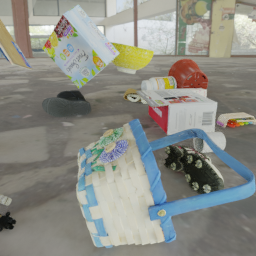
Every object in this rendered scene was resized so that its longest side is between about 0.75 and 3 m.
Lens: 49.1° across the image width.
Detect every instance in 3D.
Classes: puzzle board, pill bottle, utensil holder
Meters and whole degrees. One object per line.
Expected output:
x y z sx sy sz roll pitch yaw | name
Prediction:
-3.080 -2.257 6.782 0.161 1.855 1.398 -31 6 1 | puzzle board
1.802 -2.461 16.532 1.906 1.075 1.075 -8 20 -21 | pill bottle
2.480 0.432 8.523 0.756 0.643 0.643 -2 18 -15 | utensil holder

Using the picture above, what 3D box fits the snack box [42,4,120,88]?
-1.791 -2.809 10.198 0.851 2.121 2.515 -50 16 -29 | snack box

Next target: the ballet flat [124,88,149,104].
0.734 -1.582 14.751 2.311 0.793 0.728 13 50 41 | ballet flat

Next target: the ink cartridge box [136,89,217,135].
1.724 -0.735 11.122 2.454 1.172 2.795 -3 19 -9 | ink cartridge box

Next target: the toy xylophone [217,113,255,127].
4.353 -0.292 11.056 1.543 0.388 1.130 -2 19 -7 | toy xylophone

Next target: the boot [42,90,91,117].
-3.035 -1.304 13.245 2.146 0.855 2.604 5 20 -23 | boot

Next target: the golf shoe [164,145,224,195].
1.741 0.905 6.836 0.949 0.832 2.155 -1 18 -21 | golf shoe

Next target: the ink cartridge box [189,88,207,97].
3.789 -1.814 15.283 0.964 0.620 0.604 -2 18 -10 | ink cartridge box

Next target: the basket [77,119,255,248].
0.494 0.843 5.130 2.758 1.918 2.431 -13 19 -5 | basket

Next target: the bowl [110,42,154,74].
0.010 -3.013 12.305 2.103 1.132 2.103 10 15 -3 | bowl

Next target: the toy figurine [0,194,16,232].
-2.456 1.547 4.923 0.547 0.773 0.786 4 17 31 | toy figurine

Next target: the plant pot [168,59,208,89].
3.651 -2.881 16.661 2.062 2.062 2.005 -3 27 -9 | plant pot
